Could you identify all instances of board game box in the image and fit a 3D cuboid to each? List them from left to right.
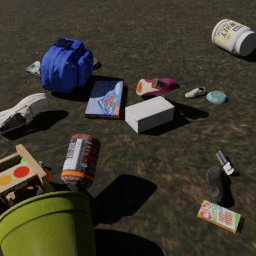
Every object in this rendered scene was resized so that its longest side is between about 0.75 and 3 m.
[{"bbox_3d":[-1.005,-1.338,12.612,1.400,0.264,2.719,1,39,4],"label":"board game box"},{"bbox_3d":[2.653,2.532,8.006,1.176,0.176,0.562,21,45,20],"label":"board game box"}]

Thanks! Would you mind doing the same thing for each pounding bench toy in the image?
[{"bbox_3d":[-3.508,1.514,8.096,2.004,1.596,2.569,-29,47,-30],"label":"pounding bench toy"}]

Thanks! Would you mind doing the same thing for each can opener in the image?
[{"bbox_3d":[3.343,1.207,9.584,0.335,0.265,1.008,22,30,-31],"label":"can opener"}]

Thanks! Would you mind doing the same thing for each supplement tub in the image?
[{"bbox_3d":[-1.380,1.121,8.125,0.931,0.931,1.742,6,66,7],"label":"supplement tub"},{"bbox_3d":[6.177,-5.227,16.275,1.596,1.596,2.201,-19,43,-21],"label":"supplement tub"}]

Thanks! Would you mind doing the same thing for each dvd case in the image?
[{"bbox_3d":[-4.515,-3.113,14.846,1.605,0.177,1.171,15,42,16],"label":"dvd case"}]

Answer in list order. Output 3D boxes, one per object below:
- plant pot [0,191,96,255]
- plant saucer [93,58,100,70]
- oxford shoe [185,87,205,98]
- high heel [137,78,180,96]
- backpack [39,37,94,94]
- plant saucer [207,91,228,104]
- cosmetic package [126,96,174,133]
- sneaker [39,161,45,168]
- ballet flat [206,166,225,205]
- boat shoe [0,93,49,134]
[{"bbox_3d":[-1.621,2.931,6.189,2.232,2.232,2.149,-14,54,-16],"label":"plant pot"},{"bbox_3d":[-2.296,-3.565,15.367,1.506,0.222,1.506,1,40,-1],"label":"plant saucer"},{"bbox_3d":[3.127,-1.664,12.985,1.059,0.306,0.398,-17,46,-17],"label":"oxford shoe"},{"bbox_3d":[1.208,-1.703,12.151,1.105,0.775,2.299,8,1,-22],"label":"high heel"},{"bbox_3d":[-2.860,-2.862,13.076,2.115,2.048,2.520,12,40,11],"label":"backpack"},{"bbox_3d":[4.095,-1.440,12.815,0.949,0.171,0.949,0,40,0],"label":"plant saucer"},{"bbox_3d":[0.874,-0.574,11.343,1.765,0.716,0.996,-20,43,-21],"label":"cosmetic package"},{"bbox_3d":[-2.899,1.399,9.262,0.461,0.298,0.850,-32,46,-30],"label":"sneaker"},{"bbox_3d":[2.763,1.770,8.847,0.505,0.431,1.519,-19,28,25],"label":"ballet flat"},{"bbox_3d":[-4.140,-0.509,11.188,2.491,0.882,0.864,-36,51,-24],"label":"boat shoe"}]
